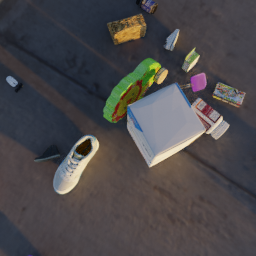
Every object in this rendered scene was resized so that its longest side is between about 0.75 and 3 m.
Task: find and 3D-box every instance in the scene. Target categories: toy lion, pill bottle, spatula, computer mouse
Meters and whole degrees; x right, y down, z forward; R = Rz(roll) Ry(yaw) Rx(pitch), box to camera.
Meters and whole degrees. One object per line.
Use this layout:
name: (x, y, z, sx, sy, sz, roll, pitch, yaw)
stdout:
toy lion: (0.174, -1.315, 9.849, 0.883, 2.465, 2.571, 37, 101, 15)
pill bottle: (0.798, -5.294, 12.017, 0.872, 0.488, 0.488, 32, 79, 7)
pill bottle: (3.006, -0.343, 10.663, 1.536, 0.877, 0.877, 42, 80, 9)
spatula: (1.813, -1.406, 9.721, 1.951, 0.200, 0.551, -16, 105, -2)
computer mouse: (-4.659, -1.831, 11.369, 0.799, 0.175, 0.438, 39, 81, 8)

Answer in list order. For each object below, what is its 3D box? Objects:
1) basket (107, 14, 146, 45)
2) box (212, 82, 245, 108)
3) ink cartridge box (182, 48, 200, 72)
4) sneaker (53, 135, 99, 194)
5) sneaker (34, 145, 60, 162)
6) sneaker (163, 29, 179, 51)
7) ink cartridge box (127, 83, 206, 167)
basket: (-0.079, -4.279, 11.496, 1.449, 1.034, 1.079, -17, 79, -4)
box: (4.039, -1.331, 11.240, 1.143, 0.198, 0.629, 22, 78, 5)
ink cartridge box: (2.503, -2.682, 11.113, 0.313, 1.056, 0.548, 43, 80, 9)
sneaker: (-1.977, 1.275, 10.239, 0.927, 0.979, 2.424, 30, 80, 5)
sneaker: (-3.109, 0.980, 10.660, 0.951, 0.356, 0.505, -14, 72, -13)
sneaker: (1.835, -3.744, 11.732, 0.405, 0.384, 1.006, 22, 76, 15)
ink cartridge box: (1.157, 0.010, 9.728, 1.821, 2.518, 1.854, -27, 78, -8)
